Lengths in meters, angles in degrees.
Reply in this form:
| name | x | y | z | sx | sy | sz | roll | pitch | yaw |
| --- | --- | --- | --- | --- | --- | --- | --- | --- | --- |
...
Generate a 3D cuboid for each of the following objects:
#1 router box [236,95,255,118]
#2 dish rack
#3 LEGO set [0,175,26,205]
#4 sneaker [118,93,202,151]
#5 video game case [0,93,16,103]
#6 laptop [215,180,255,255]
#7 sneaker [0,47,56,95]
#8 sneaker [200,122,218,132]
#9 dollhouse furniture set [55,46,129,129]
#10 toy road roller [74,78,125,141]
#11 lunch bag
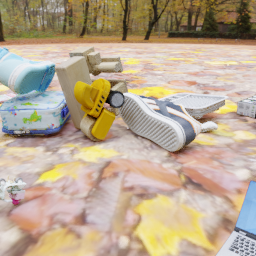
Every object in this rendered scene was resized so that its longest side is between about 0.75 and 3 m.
| name | x | y | z | sx | sy | sz | roll | pitch | yaw |
| --- | --- | --- | --- | --- | --- | --- | --- | --- | --- |
| router box | 5.365 | -0.685 | 10.298 | 1.568 | 0.537 | 2.103 | -18 | 27 | -39 |
| dish rack | 2.229 | -0.818 | 10.205 | 1.978 | 0.502 | 2.305 | -20 | 20 | -38 |
| LEGO set | -3.255 | 1.147 | 5.487 | 2.471 | 0.920 | 1.137 | 7 | -13 | 31 |
| sneaker | 0.878 | -0.291 | 8.455 | 1.169 | 1.155 | 2.944 | -19 | 38 | -32 |
| video game case | -5.667 | -1.288 | 12.489 | 1.046 | 0.128 | 1.464 | 19 | 28 | 41 |
| laptop | 2.117 | 1.566 | 3.998 | 1.284 | 0.795 | 1.371 | 16 | 26 | 38 |
| sneaker | -3.539 | -1.985 | 8.978 | 1.894 | 1.154 | 2.901 | 27 | 10 | -1 |
| sneaker | 2.403 | 0.011 | 8.904 | 0.877 | 0.327 | 0.382 | 0 | 31 | 20 |
| dollhouse furniture set | -1.798 | -1.477 | 10.138 | 2.299 | 2.683 | 2.822 | 7 | 36 | 31 |
| toy road roller | -1.048 | -0.621 | 8.151 | 1.272 | 1.742 | 1.071 | 23 | 3 | -34 |
| lunch bag | -2.913 | -0.560 | 9.299 | 1.973 | 1.012 | 2.455 | -1 | 20 | 1 |
